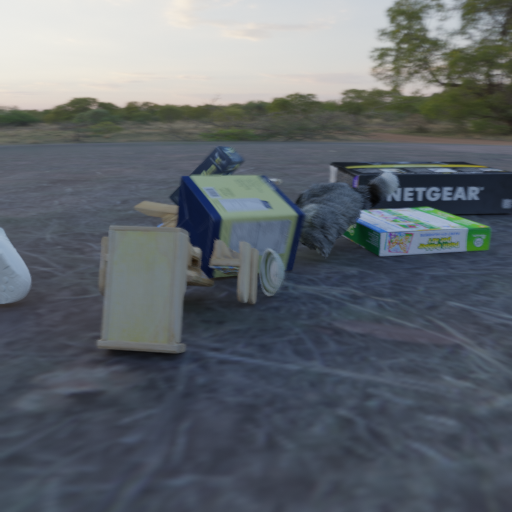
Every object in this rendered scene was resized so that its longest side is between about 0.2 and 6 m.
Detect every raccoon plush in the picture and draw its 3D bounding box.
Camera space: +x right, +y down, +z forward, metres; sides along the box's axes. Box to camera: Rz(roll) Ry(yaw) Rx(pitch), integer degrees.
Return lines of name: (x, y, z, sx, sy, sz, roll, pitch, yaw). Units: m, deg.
raccoon plush: (1.681, -0.964, 10.666, 2.445, 1.183, 1.638, -37, 14, 5)

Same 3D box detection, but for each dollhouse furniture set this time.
dollhouse furniture set: (-1.130, 0.478, 7.354, 1.999, 1.416, 2.176, 2, -6, 9)

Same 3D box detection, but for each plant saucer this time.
plant saucer: (0.258, 0.250, 8.429, 0.180, 0.716, 0.716, 0, 14, -22)

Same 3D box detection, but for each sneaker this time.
sneaker: (-4.133, -0.127, 8.495, 2.520, 0.963, 1.014, 32, 14, 24)

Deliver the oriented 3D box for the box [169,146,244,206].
box: (-1.264, -2.085, 14.980, 0.594, 1.836, 2.329, 45, 12, -3)

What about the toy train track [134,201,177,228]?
toy train track: (-1.575, -0.291, 10.795, 2.385, 0.676, 4.158, 10, 23, 13)

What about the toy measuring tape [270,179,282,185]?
toy measuring tape: (-0.254, -1.882, 16.306, 2.117, 0.779, 0.779, 3, 15, 23)

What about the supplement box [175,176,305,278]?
supplement box: (-0.333, -0.570, 9.748, 1.675, 1.126, 1.677, -4, 33, -26)

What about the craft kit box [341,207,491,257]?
craft kit box: (3.206, -0.570, 11.942, 2.400, 0.590, 2.430, -6, 16, -12)

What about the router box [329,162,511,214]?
router box: (4.599, -2.028, 16.218, 4.388, 1.146, 3.450, -1, 15, -4)
